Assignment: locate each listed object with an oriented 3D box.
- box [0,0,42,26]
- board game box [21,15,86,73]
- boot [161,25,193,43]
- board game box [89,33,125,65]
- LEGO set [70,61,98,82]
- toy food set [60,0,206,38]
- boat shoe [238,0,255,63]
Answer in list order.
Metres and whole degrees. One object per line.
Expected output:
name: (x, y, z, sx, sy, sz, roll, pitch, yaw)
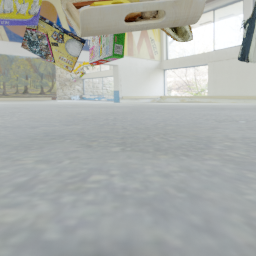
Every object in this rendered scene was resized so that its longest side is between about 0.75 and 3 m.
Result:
box: (-1.842, -2.823, 4.648, 0.511, 2.113, 1.239, 22, 25, 10)
board game box: (-1.608, -1.809, 6.021, 1.204, 0.816, 0.208, 27, 38, -12)
boot: (1.247, -2.873, 7.771, 2.033, 0.768, 2.321, 25, 27, -30)
board game box: (-0.637, -2.636, 8.193, 0.362, 1.375, 1.797, 2, 4, -28)
LEGO set: (-1.657, -2.269, 11.047, 1.310, 0.488, 0.603, -29, 47, 6)
toy food set: (-0.161, -2.610, 5.463, 2.096, 0.883, 2.922, -12, 36, -14)
boat shoe: (3.749, -2.982, 8.413, 0.752, 2.009, 0.621, -19, 29, -38)
